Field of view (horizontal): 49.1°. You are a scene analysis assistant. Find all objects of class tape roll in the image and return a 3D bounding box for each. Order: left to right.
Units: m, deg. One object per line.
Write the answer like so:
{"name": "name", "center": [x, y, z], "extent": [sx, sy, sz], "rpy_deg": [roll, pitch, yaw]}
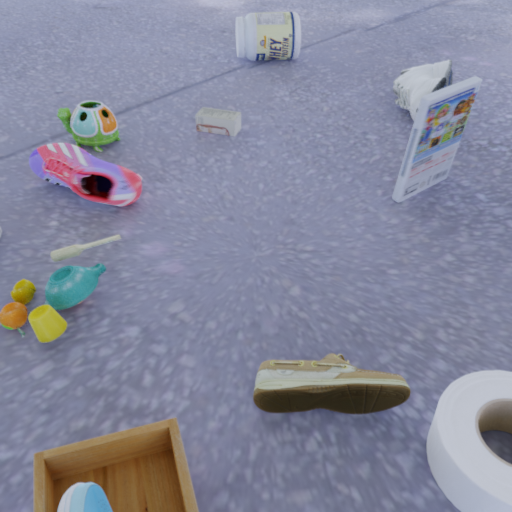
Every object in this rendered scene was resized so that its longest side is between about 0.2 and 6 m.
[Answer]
{"name": "tape roll", "center": [2.994, 2.245, 6.520], "extent": [1.878, 0.657, 1.878], "rpy_deg": [0, 38, 0]}

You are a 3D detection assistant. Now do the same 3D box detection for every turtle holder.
{"name": "turtle holder", "center": [-3.855, -3.110, 13.043], "extent": [1.028, 0.961, 1.353], "rpy_deg": [-30, 47, -32]}

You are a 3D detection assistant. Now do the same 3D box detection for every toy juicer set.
{"name": "toy juicer set", "center": [-3.124, 0.503, 8.898], "extent": [1.372, 0.587, 2.156], "rpy_deg": [-3, 38, 27]}

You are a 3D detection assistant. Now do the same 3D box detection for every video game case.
{"name": "video game case", "center": [3.478, -2.220, 10.867], "extent": [1.613, 2.252, 0.203], "rpy_deg": [-26, 52, -29]}

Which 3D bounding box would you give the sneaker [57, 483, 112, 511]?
{"name": "sneaker", "center": [-1.041, 2.772, 5.166], "extent": [1.297, 0.790, 1.986], "rpy_deg": [-37, 52, 4]}

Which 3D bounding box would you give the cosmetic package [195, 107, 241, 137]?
{"name": "cosmetic package", "center": [-0.912, -3.272, 13.665], "extent": [1.020, 0.445, 0.527], "rpy_deg": [12, 39, 15]}

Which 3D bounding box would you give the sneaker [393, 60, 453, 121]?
{"name": "sneaker", "center": [4.178, -4.057, 14.279], "extent": [1.478, 1.265, 3.395], "rpy_deg": [3, 30, 20]}

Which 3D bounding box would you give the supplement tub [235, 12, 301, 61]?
{"name": "supplement tub", "center": [0.351, -6.785, 17.333], "extent": [1.909, 1.384, 1.384], "rpy_deg": [-4, 38, -4]}

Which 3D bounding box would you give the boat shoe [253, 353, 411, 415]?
{"name": "boat shoe", "center": [0.963, 1.602, 7.265], "extent": [1.995, 0.738, 0.662], "rpy_deg": [1, 44, 1]}

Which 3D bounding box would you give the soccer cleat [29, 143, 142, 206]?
{"name": "soccer cleat", "center": [-3.543, -1.625, 11.113], "extent": [2.713, 0.905, 1.037], "rpy_deg": [20, 19, 17]}

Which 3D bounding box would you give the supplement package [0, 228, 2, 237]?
{"name": "supplement package", "center": [-4.921, -0.340, 9.813], "extent": [0.620, 0.618, 1.057], "rpy_deg": [-7, 39, -9]}

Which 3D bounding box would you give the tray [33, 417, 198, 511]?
{"name": "tray", "center": [-1.220, 3.221, 5.351], "extent": [1.610, 0.605, 3.265], "rpy_deg": [-11, 40, -14]}
